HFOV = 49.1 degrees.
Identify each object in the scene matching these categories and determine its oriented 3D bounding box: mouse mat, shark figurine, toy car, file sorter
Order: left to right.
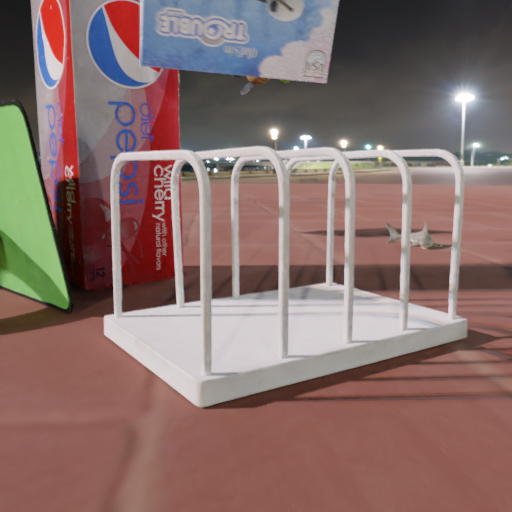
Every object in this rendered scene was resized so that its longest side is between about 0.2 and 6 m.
[{"bbox_3d":[-2.899,-0.555,6.252,2.696,2.169,0.101,9,24,43],"label":"mouse mat"},{"bbox_3d":[0.039,-3.578,10.629,1.073,0.882,0.847,-29,-19,21],"label":"toy car"},{"bbox_3d":[0.239,-0.076,4.823,2.656,1.654,1.843,-7,11,-33],"label":"file sorter"},{"bbox_3d":[3.082,-0.436,10.758,0.719,0.502,1.203,-3,11,-24],"label":"shark figurine"}]

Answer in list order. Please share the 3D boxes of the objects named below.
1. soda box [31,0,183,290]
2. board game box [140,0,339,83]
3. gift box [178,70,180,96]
[{"bbox_3d":[-1.906,-1.875,7.184,1.396,4.403,1.542,-8,13,-36],"label":"soda box"},{"bbox_3d":[-0.139,-2.984,5.871,2.091,2.081,0.454,1,26,-10],"label":"board game box"},{"bbox_3d":[-2.301,-3.319,12.064,1.382,1.366,1.480,7,-15,-28],"label":"gift box"}]
